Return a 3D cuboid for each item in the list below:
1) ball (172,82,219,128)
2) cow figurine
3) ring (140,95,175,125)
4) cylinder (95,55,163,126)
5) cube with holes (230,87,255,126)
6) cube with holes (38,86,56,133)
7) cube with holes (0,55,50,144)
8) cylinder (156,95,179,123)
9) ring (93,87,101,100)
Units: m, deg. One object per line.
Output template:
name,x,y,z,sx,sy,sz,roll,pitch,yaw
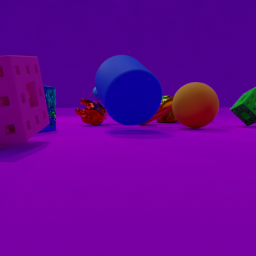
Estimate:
ball,1.807,-0.605,7.528,1.227,1.227,1.227,0,4,0
cow figurine,-1.033,-0.462,9.154,1.333,0.744,1.355,22,15,-37
ring,1.040,-0.581,9.030,1.681,0.336,1.681,-26,-5,-3
cylinder,-0.025,-0.936,6.739,1.345,1.345,1.345,-1,28,-17
cube with holes,3.706,-0.631,8.367,0.735,0.735,0.735,-46,-2,-14
cube with holes,-2.499,-0.452,6.707,1.086,1.086,1.086,2,5,19
cube with holes,-2.041,-0.447,4.321,1.166,1.166,1.166,-6,13,2
cylinder,1.510,-0.702,10.444,0.959,0.959,0.959,-3,3,0
ring,-0.182,-1.004,9.203,1.955,0.391,1.955,11,-2,0
